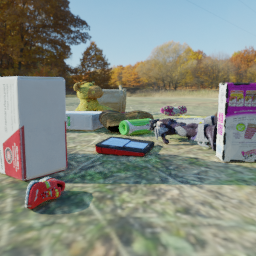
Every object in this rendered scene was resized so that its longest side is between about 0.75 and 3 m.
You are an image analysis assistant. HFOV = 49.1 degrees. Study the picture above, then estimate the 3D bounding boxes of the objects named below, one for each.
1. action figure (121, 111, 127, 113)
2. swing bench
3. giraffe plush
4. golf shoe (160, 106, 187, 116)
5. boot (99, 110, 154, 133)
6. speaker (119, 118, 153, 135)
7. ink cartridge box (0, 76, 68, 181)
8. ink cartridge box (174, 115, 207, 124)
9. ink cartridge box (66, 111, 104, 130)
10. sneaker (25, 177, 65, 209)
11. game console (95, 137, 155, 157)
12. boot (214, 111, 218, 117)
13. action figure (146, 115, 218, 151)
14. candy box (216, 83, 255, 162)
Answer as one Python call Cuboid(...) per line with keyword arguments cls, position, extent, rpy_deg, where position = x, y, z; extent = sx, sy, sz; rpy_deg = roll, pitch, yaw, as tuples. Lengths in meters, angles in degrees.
Cuboid(cls="action figure", position=(-0.285, -0.891, 16.728), extent=(0.765, 0.198, 0.250), rpy_deg=(8, 8, 30))
Cuboid(cls="swing bench", position=(-1.549, -1.723, 17.514), extent=(2.627, 1.714, 2.642), rpy_deg=(0, 13, -7))
Cuboid(cls="giraffe plush", position=(-1.784, -1.315, 13.522), extent=(2.294, 1.860, 1.979), rpy_deg=(0, 10, 1))
Cuboid(cls="golf shoe", position=(2.575, -0.948, 16.159), extent=(1.593, 0.600, 0.729), rpy_deg=(0, -8, -12))
Cuboid(cls="boot", position=(0.088, -0.137, 10.119), extent=(2.227, 0.820, 0.840), rpy_deg=(-1, 36, -31))
Cuboid(cls="speaker", position=(0.325, -0.042, 9.421), extent=(1.212, 0.536, 0.536), rpy_deg=(-6, 10, -35))
Cuboid(cls="ink cartridge box", position=(-2.357, -0.119, 5.518), extent=(2.393, 1.727, 1.002), rpy_deg=(6, 10, 38))
Cuboid(cls="ink cartridge box", position=(2.881, -0.284, 11.721), extent=(1.633, 0.384, 1.614), rpy_deg=(0, 7, 20))
Cuboid(cls="ink cartridge box", position=(-2.272, -0.315, 10.956), extent=(2.509, 0.632, 1.367), rpy_deg=(1, 7, 16))
Cuboid(cls="sneaker", position=(-1.096, 0.853, 3.792), extent=(0.352, 0.319, 0.829), rpy_deg=(6, 9, 11))
Cuboid(cls="game console", position=(-0.052, 0.437, 7.057), extent=(1.263, 0.222, 1.428), rpy_deg=(2, 9, 15))
Cuboid(cls="boot", position=(5.110, -0.442, 11.484), extent=(2.427, 0.836, 2.604), rpy_deg=(-6, 7, -39))
Cuboid(cls="action figure", position=(1.526, 0.066, 7.882), extent=(1.535, 0.819, 2.360), rpy_deg=(-17, 14, -42))
Cuboid(cls="candy box", position=(2.498, -0.124, 5.901), extent=(1.117, 1.639, 0.500), rpy_deg=(1, 8, 1))
